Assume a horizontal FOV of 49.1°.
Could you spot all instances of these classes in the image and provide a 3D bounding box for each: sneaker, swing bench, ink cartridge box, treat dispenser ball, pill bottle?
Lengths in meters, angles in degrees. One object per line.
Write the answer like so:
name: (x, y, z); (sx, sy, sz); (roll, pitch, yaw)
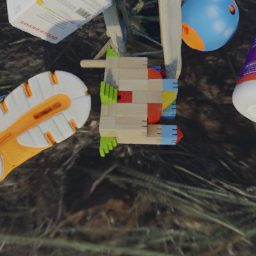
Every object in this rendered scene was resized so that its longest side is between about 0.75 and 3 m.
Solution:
sneaker: (-1.243, 0.110, 2.647); (1.969, 0.771, 0.761); (-25, 13, -3)
swing bench: (0.061, -2.841, 6.877); (2.888, 2.872, 1.873); (17, 58, 22)
ink cartridge box: (-1.211, -2.230, 4.888); (1.477, 1.070, 0.620); (-22, 73, 30)
treat dispenser ball: (2.117, -2.856, 7.464); (1.566, 1.566, 1.566); (0, 48, 0)
pill bottle: (3.363, -1.562, 5.677); (1.661, 1.661, 2.955); (20, 78, 17)

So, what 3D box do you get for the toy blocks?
toy blocks: (0.318, -0.612, 5.980); (1.662, 1.215, 2.432); (1, 62, 2)
